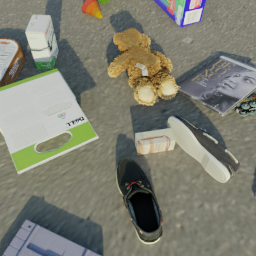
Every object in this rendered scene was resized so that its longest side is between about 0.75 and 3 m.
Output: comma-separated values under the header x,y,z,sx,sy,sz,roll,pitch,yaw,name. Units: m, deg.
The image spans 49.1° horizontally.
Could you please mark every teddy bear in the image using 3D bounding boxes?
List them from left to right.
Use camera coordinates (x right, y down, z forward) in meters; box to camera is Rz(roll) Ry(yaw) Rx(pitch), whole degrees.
x,y,z,sx,sy,sz,roll,pitch,yaw,name
0.469,-1.953,9.292,2.133,0.982,2.942,-36,68,-15,teddy bear

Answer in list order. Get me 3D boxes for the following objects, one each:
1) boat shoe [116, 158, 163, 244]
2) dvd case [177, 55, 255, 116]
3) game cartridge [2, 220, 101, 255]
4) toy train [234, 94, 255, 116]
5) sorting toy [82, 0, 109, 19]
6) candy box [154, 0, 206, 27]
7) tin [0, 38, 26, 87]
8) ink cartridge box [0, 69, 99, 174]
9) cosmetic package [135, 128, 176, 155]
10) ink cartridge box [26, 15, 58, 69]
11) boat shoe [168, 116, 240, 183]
x,y,z,sx,sy,sz,roll,pitch,yaw,name
0.258,1.574,6.686,0.807,0.691,2.207,-14,53,-10,boat shoe
3.082,-1.487,9.066,2.529,0.202,1.880,-34,50,-24,dvd case
-1.678,2.918,5.884,2.001,0.384,1.297,19,51,14,game cartridge
3.714,-0.711,8.579,1.016,0.433,0.579,-14,41,-7,toy train
-0.820,-5.381,11.997,0.845,0.851,2.454,47,66,3,sorting toy
1.970,-5.994,11.210,1.137,2.495,2.951,-18,55,-15,candy box
-4.568,-2.020,9.469,1.643,0.614,2.935,7,53,0,tin
-2.311,-0.082,7.659,2.129,1.091,2.880,-24,58,-17,ink cartridge box
0.727,0.376,7.669,1.023,0.529,0.447,-10,55,-5,cosmetic package
-2.880,-2.916,9.534,0.615,1.482,1.086,1,53,1,ink cartridge box
1.983,0.419,7.455,0.671,0.822,2.224,-33,63,-22,boat shoe
